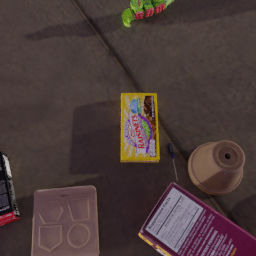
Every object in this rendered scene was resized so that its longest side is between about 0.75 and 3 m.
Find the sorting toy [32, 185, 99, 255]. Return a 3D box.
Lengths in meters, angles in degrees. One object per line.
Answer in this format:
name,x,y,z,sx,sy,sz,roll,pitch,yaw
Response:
sorting toy,-1.708,2.622,7.701,1.765,0.348,1.907,-5,71,-2

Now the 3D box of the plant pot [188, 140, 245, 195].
plant pot,2.573,0.970,7.829,1.571,1.370,1.571,0,65,0

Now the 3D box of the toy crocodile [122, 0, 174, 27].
toy crocodile,0.774,-4.517,10.525,2.225,0.751,0.687,-24,77,-7

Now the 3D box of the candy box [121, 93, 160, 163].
candy box,0.357,-0.049,8.831,1.175,0.304,2.299,-1,67,0

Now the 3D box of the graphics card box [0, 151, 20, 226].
graphics card box,-3.934,1.807,7.924,1.273,0.516,2.030,-20,69,-7

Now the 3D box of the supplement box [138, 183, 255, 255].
supplement box,1.748,2.816,6.791,2.753,1.802,1.421,33,71,14

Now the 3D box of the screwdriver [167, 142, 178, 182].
screwdriver,1.395,1.013,8.468,0.179,0.172,1.230,2,64,-34
